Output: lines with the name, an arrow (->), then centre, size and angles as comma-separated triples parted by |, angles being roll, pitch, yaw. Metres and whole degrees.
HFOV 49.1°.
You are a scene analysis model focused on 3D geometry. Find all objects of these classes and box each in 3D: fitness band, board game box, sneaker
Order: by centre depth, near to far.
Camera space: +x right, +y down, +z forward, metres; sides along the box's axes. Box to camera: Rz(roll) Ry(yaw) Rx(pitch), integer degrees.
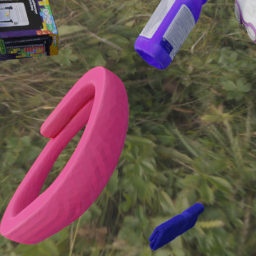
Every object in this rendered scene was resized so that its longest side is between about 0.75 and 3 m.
fitness band -> -0.932, 0.430, 3.915 | 0.544, 2.907, 2.088 | 28, 44, -24
board game box -> -3.030, -2.851, 6.448 | 2.283, 0.783, 2.761 | -12, 68, -19
sneaker -> 3.267, -2.839, 7.043 | 0.851, 0.639, 1.708 | -20, 58, 10

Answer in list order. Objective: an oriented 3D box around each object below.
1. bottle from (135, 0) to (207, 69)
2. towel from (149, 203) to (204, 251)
bottle -> 1.183, -2.708, 6.672 | 0.835, 1.068, 2.557 | 34, 94, 30
towel -> 0.841, 1.722, 4.974 | 1.018, 0.752, 0.252 | -19, 50, -29
